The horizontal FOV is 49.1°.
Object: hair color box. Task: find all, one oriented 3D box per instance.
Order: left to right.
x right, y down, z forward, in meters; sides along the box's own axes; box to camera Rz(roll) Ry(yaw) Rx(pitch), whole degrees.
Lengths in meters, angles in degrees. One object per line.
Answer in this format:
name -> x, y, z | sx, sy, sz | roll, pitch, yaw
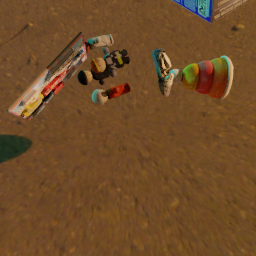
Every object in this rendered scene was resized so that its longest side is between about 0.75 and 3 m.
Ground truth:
hair color box -> 1.241, -2.837, 5.090 | 1.156, 0.686, 2.116 | -32, 55, -11

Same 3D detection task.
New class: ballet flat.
ballet flat -> 0.725, -1.100, 5.524 | 0.347, 0.347, 0.964 | -17, 99, -9

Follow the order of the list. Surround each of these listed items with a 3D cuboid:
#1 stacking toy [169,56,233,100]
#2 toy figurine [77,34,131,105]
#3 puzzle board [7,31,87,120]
stacking toy -> 1.630, -1.222, 6.610 | 1.429, 1.044, 1.044 | 4, 63, -4
toy figurine -> -0.642, -1.412, 6.695 | 0.983, 1.391, 1.413 | -22, 53, -17
puzzle board -> -1.526, -0.954, 5.742 | 0.171, 1.482, 1.967 | 41, 83, -3
